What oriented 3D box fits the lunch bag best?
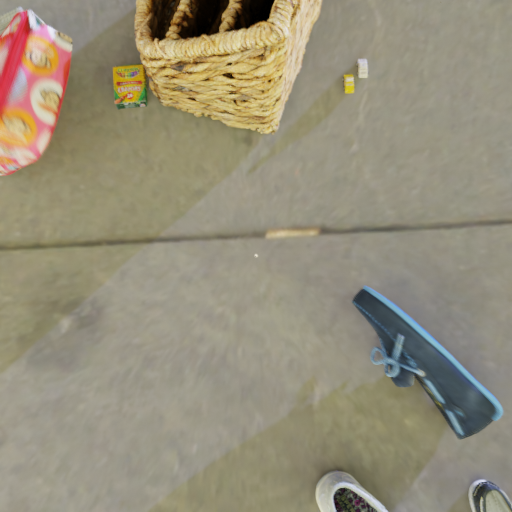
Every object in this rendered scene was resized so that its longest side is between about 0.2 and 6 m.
[{"bbox_3d":[-3.730,-2.529,8.630,1.064,2.598,2.288,21,74,-37],"label":"lunch bag"}]

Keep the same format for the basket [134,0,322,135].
[{"bbox_3d":[-0.374,-4.549,8.861,2.888,3.014,4.046,19,78,4],"label":"basket"}]

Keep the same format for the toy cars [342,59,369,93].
[{"bbox_3d":[1.783,-3.236,9.989,0.344,0.170,0.768,38,78,10],"label":"toy cars"}]

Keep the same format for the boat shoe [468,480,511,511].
[{"bbox_3d":[3.573,4.121,8.054,0.633,0.505,1.675,-23,78,-5],"label":"boat shoe"}]

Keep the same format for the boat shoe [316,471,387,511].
[{"bbox_3d":[1.808,4.238,7.797,0.928,0.948,2.661,-38,79,-8],"label":"boat shoe"}]

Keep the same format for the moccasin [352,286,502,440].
[{"bbox_3d":[2.397,1.641,8.353,2.746,1.105,0.936,45,97,8],"label":"moccasin"}]

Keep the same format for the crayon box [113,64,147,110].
[{"bbox_3d":[-2.241,-3.060,9.935,0.549,0.220,0.865,-7,76,-2],"label":"crayon box"}]

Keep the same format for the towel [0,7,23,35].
[{"bbox_3d":[-4.529,-3.653,9.945,1.222,0.211,1.177,-20,82,10],"label":"towel"}]
